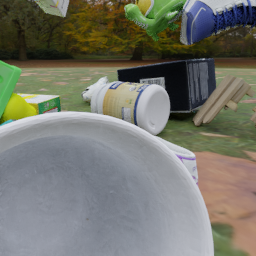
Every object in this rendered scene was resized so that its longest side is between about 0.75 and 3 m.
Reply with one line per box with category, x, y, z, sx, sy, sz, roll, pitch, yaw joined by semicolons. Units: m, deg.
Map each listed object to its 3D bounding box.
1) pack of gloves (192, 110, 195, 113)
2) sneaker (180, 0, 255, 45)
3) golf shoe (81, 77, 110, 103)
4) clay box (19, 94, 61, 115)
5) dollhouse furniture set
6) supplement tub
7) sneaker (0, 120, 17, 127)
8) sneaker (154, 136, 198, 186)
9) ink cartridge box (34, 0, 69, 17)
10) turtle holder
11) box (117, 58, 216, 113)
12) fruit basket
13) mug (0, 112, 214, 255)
pack of gloves;2.020;-0.711;10.744;1.266;0.297;1.507;-13;12;-24
sneaker;2.851;-3.109;7.282;2.978;1.203;1.720;-38;56;-23
golf shoe;-1.502;-1.755;13.059;1.370;1.104;2.819;-7;14;-3
clay box;-4.088;-0.766;9.822;2.972;0.707;1.707;3;15;12
dollhouse furniture set;3.362;-0.115;8.018;2.172;1.769;2.065;35;16;-3
supplement tub;0.036;-0.579;7.830;1.922;1.387;1.387;12;19;37
sneaker;-1.997;0.261;5.903;1.933;0.808;1.167;-11;28;-33
sneaker;-0.110;0.618;3.716;2.061;1.175;0.747;-3;16;-5
ink cartridge box;-2.012;-3.764;7.156;0.656;1.133;1.945;15;3;0
turtle holder;0.716;-3.176;7.602;1.747;1.241;1.327;-37;-3;-4
box;1.498;-1.553;10.314;2.723;1.688;2.677;1;11;34
fruit basket;-3.632;-0.658;7.632;1.687;2.339;2.339;8;17;27
mug;-0.807;0.925;2.103;2.193;1.619;1.923;-38;12;-19
